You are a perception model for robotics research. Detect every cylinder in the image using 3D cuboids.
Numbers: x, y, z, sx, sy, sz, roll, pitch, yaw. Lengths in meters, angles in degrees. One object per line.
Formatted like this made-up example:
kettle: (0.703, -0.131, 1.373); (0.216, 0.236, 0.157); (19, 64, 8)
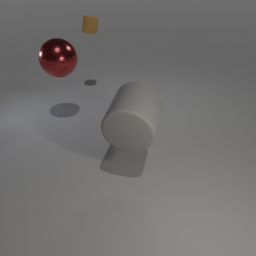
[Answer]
cylinder: (-1.727, -4.723, 12.798); (0.700, 0.700, 0.700); (9, 24, -4)
cylinder: (0.149, -0.306, 7.504); (1.400, 1.400, 1.400); (7, 41, 13)

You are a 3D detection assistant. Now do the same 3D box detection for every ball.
ball: (-2.557, -2.562, 10.270); (1.400, 1.400, 1.400); (0, 29, 0)
